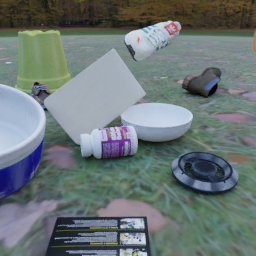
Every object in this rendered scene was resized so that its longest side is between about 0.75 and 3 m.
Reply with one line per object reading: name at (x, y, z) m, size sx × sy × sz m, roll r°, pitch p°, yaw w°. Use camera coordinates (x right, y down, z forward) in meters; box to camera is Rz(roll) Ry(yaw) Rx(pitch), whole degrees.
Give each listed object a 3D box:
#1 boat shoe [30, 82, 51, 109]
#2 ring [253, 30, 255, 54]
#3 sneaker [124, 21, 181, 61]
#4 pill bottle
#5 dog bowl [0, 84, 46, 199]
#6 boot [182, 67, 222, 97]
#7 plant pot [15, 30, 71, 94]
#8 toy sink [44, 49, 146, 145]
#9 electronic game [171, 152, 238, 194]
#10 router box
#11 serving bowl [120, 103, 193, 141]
boat shoe at (-3.437, -1.324, 10.949) m, size 0.764 × 0.766 × 2.116 m, roll -14°, pitch 26°, yaw -30°
ring at (3.914, -2.942, 7.179) m, size 0.215 × 2.245 × 2.245 m, roll 20°, pitch 23°, yaw -2°
sneaker at (0.877, -2.916, 8.823) m, size 1.226 × 0.924 × 2.623 m, roll -26°, pitch 9°, yaw 36°
pill bottle at (-0.487, 0.361, 6.901) m, size 1.324 × 0.743 × 0.743 m, roll -6°, pitch 23°, yaw -15°
dog bowl at (-3.296, 0.157, 5.817) m, size 2.978 × 1.173 × 2.978 m, roll 12°, pitch 32°, yaw -7°
boot at (3.758, -2.018, 12.719) m, size 2.650 × 0.990 × 1.284 m, roll -24°, pitch 45°, yaw -33°
plant pot at (-4.019, -3.212, 13.181) m, size 2.801 × 2.575 × 2.801 m, roll 0°, pitch 22°, yaw 0°
toy sink at (-0.996, -0.874, 8.097) m, size 2.394 × 1.561 × 1.341 m, roll -39°, pitch 14°, yaw -7°
electronic game at (1.648, 0.934, 6.075) m, size 1.410 × 0.293 × 1.410 m, roll 2°, pitch 27°, yaw -1°
router box at (-0.407, 1.749, 4.003) m, size 1.441 × 0.368 × 1.075 m, roll 0°, pitch 22°, yaw 0°
serving bowl at (0.793, -0.112, 8.121) m, size 2.066 × 0.679 × 2.066 m, roll 1°, pitch 22°, yaw 0°
